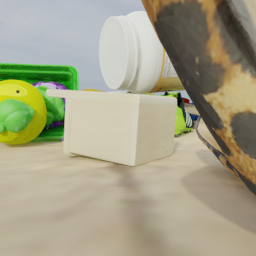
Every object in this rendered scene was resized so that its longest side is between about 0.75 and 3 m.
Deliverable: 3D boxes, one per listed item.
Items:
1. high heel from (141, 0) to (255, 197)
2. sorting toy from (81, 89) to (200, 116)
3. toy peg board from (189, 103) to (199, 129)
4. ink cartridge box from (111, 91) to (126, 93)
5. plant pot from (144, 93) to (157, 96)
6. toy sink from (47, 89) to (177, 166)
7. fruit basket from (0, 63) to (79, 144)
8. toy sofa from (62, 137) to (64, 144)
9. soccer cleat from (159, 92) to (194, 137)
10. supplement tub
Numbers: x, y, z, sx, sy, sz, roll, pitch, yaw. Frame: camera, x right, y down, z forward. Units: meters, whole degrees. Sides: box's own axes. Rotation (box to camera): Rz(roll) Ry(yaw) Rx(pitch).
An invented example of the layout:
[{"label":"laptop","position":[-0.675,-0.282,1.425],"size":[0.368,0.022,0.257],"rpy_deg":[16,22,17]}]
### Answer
[{"label":"high heel","position":[0.448,-0.048,1.298],"size":[2.063,0.737,1.471],"rpy_deg":[18,-2,-39]},{"label":"sorting toy","position":[0.296,-0.728,7.043],"size":[2.851,0.382,2.124],"rpy_deg":[10,1,-14]},{"label":"toy peg board","position":[2.686,-0.546,7.912],"size":[2.175,1.064,2.166],"rpy_deg":[1,3,24]},{"label":"ink cartridge box","position":[-0.630,-0.867,11.861],"size":[2.930,1.221,2.128],"rpy_deg":[3,4,42]},{"label":"plant pot","position":[0.926,-0.598,9.573],"size":[1.288,1.205,1.205],"rpy_deg":[15,7,14]},{"label":"toy sink","position":[-0.196,-0.035,2.850],"size":[1.153,0.646,0.752],"rpy_deg":[8,7,32]},{"label":"fruit basket","position":[-1.602,-0.357,4.051],"size":[1.921,1.385,1.921],"rpy_deg":[-4,-14,-1]},{"label":"toy sofa","position":[-0.450,-0.040,4.218],"size":[0.575,0.488,1.178],"rpy_deg":[3,4,27]},{"label":"soccer cleat","position":[0.958,-0.295,5.608],"size":[0.688,0.825,2.037],"rpy_deg":[1,3,17]},{"label":"supplement tub","position":[0.628,-1.449,5.471],"size":[2.096,1.513,1.513],"rpy_deg":[-8,6,-25]}]
